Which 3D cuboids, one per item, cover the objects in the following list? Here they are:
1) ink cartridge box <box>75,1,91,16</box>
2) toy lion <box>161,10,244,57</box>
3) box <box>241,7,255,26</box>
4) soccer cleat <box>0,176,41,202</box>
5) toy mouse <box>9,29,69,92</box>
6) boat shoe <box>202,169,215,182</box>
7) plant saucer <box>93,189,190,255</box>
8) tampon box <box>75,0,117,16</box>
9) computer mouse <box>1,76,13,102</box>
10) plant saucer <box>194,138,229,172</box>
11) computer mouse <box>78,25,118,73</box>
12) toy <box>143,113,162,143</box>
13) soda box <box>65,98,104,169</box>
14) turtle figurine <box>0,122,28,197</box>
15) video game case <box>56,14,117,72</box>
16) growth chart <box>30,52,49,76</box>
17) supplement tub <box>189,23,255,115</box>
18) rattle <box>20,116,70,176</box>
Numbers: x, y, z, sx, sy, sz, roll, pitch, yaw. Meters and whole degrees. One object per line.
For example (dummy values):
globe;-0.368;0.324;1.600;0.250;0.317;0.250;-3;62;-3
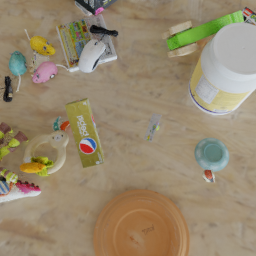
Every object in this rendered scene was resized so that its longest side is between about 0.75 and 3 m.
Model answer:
ink cartridge box;-1.384;-4.655;10.441;0.919;0.262;0.747;-38;75;-26
toy lion;2.433;-3.058;8.743;2.522;2.632;0.903;-20;103;4
box;4.580;-3.130;9.801;1.241;0.391;2.255;-42;77;-13
soccer cleat;-3.343;1.853;8.125;1.651;0.577;0.713;12;83;8
toy mouse;-3.239;-2.147;9.387;2.350;0.455;2.088;31;78;10
boat shoe;1.820;1.099;6.356;0.244;0.778;0.277;-19;68;10
plant saucer;0.375;3.049;7.747;2.688;0.434;2.688;0;72;-1
tampon box;-1.391;-5.594;9.914;2.410;1.521;1.806;42;67;12
computer mouse;-4.618;-1.132;9.185;1.644;0.361;0.902;-13;77;-10
plant saucer;2.603;0.787;8.612;1.080;0.208;1.080;0;72;-1
computer mouse;-1.104;-2.696;9.441;1.003;0.401;1.828;22;74;5
toy;0.720;0.007;7.721;0.186;0.455;0.789;24;88;-28
soda box;-1.226;0.138;8.059;0.645;0.610;1.906;-14;102;-1
turtle figurine;-4.049;0.791;8.243;2.458;0.792;1.982;19;63;23
video game case;-1.473;-3.021;9.870;1.709;0.215;1.878;-17;74;-6
growth chart;-3.024;-2.259;9.679;0.724;0.089;1.001;-3;72;0
supplement tub;2.891;-1.614;8.177;1.829;2.516;1.829;0;72;0
rattle;-2.358;0.367;8.171;1.287;1.412;1.977;31;79;25
